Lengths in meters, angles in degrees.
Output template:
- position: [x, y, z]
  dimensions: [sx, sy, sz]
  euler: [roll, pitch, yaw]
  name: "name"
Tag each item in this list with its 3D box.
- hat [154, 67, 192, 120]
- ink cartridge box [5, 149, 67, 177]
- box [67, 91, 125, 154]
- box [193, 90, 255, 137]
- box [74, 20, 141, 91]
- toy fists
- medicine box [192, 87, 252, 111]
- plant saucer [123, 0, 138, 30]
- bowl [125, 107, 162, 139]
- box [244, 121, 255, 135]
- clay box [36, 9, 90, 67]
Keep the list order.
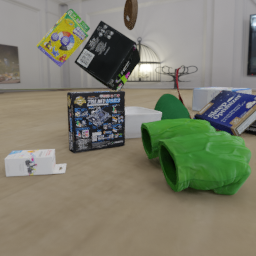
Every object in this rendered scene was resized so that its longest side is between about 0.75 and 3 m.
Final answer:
- position: [1.717, -1.276, 11.256]
  dimensions: [2.233, 2.373, 2.695]
  euler: [-3, 11, -17]
  name: "hat"
- position: [-1.920, 0.718, 5.958]
  dimensions: [1.161, 0.394, 0.668]
  euler: [-2, 11, -9]
  name: "ink cartridge box"
- position: [-0.830, -0.209, 7.666]
  dimensions: [1.599, 1.588, 0.397]
  euler: [-7, 12, -31]
  name: "box"
- position: [3.633, -0.672, 10.437]
  dimensions: [1.662, 0.445, 2.744]
  euler: [-41, 23, -8]
  name: "box"
- position: [-0.805, -3.102, 12.934]
  dimensions: [1.815, 2.169, 2.920]
  euler: [34, 4, 6]
  name: "box"
- position: [1.305, 0.461, 5.783]
  dimensions: [1.529, 1.031, 2.999]
  euler: [-9, 13, -7]
  name: "toy fists"
- position: [5.392, -1.638, 16.121]
  dimensions: [2.547, 1.311, 2.320]
  euler: [9, 14, 42]
  name: "medicine box"
- position: [0.063, -3.551, 8.597]
  dimensions: [0.154, 1.042, 1.042]
  euler: [-3, 11, -19]
  name: "plant saucer"
- position: [-0.230, -0.205, 9.630]
  dimensions: [2.350, 0.877, 2.347]
  euler: [-5, 12, -22]
  name: "bowl"
- position: [5.389, -0.072, 9.533]
  dimensions: [1.994, 0.629, 2.528]
  euler: [-5, 12, -26]
  name: "box"
- position: [-2.002, -2.871, 8.924]
  dimensions: [0.934, 1.625, 0.387]
  euler: [40, 5, -36]
  name: "clay box"
